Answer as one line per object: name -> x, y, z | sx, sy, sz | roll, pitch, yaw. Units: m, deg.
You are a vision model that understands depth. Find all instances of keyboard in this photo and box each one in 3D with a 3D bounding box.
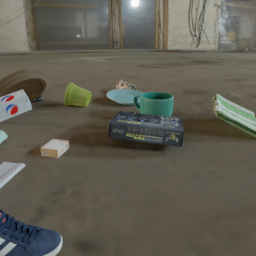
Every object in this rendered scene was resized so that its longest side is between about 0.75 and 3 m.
keyboard -> -3.609, 1.498, 7.180 | 0.726, 0.137, 2.579 | -1, 19, 11

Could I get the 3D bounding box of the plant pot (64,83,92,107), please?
plant pot -> -2.498, -1.601, 14.291 | 1.103, 1.199, 1.199 | 16, 22, 7

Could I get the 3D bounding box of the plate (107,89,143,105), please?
plate -> -0.038, -1.654, 15.225 | 2.270, 0.290, 2.270 | 3, 26, -1

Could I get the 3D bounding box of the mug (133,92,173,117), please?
mug -> 1.181, -0.942, 12.363 | 1.429, 1.075, 1.739 | -8, 22, -21

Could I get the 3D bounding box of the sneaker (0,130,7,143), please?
sneaker -> -4.890, 0.288, 9.917 | 1.219, 0.449, 0.719 | 16, 29, 14

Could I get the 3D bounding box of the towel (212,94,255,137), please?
towel -> 4.396, -0.559, 11.330 | 2.083, 0.319, 2.731 | 28, 24, 3

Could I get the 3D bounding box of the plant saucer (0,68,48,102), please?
plant saucer -> -5.073, -1.765, 13.299 | 2.891, 0.426, 2.891 | -31, -10, -6

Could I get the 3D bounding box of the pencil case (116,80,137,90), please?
pencil case -> -0.080, -2.476, 17.107 | 0.775, 0.674, 1.732 | -22, 26, -15

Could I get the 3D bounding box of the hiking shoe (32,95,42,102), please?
hiking shoe -> -5.653, -1.789, 14.920 | 2.058, 0.892, 0.766 | -15, 25, -36

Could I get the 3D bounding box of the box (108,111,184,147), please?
box -> 0.693, -0.020, 9.961 | 2.479, 0.632, 1.955 | 6, 14, 6

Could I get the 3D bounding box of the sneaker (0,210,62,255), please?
sneaker -> -2.276, 1.781, 4.951 | 2.231, 0.943, 0.836 | 7, 18, -8

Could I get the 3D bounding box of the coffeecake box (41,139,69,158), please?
coffeecake box -> -2.375, 0.656, 9.167 | 0.602, 0.287, 0.785 | 5, 21, 14

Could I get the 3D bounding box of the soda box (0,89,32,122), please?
soda box -> -5.164, -0.783, 11.491 | 2.195, 0.699, 0.747 | -26, 41, -21
